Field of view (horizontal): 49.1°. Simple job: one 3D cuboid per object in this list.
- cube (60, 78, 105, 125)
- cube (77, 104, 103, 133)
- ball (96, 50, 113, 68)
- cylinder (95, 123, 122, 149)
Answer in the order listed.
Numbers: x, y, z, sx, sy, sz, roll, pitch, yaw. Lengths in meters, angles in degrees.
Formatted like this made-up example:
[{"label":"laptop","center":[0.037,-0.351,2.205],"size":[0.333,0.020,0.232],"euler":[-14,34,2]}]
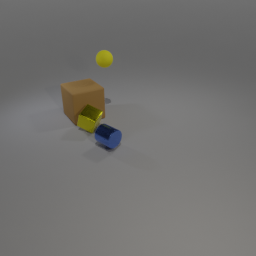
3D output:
[{"label":"cube","center":[-1.913,-1.154,11.942],"size":[1.400,1.400,1.400],"euler":[-17,33,-27]},{"label":"cube","center":[-1.484,-0.367,10.929],"size":[0.700,0.700,0.700],"euler":[26,49,4]},{"label":"ball","center":[-0.966,-2.826,11.467],"size":[0.700,0.700,0.700],"euler":[0,29,0]},{"label":"cylinder","center":[-0.694,0.278,9.851],"size":[0.700,0.700,0.700],"euler":[24,37,33]}]
